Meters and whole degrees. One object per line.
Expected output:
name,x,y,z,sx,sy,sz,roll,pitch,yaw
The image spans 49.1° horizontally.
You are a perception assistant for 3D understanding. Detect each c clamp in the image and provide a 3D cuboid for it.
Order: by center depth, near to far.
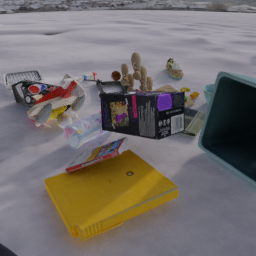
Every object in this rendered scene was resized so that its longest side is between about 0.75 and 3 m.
c clamp,-1.084,-2.040,14.759,2.516,0.399,2.945,-4,28,-17

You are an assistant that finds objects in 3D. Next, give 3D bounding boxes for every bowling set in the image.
bowling set,0.112,-1.829,11.195,1.530,2.198,1.180,-13,61,21

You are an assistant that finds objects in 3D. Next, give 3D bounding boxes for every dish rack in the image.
dish rack,-5.788,-2.608,15.531,2.082,0.528,2.426,-13,32,-20

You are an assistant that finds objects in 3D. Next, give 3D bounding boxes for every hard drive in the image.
hard drive,-2.931,2.927,5.834,1.486,0.314,1.002,16,33,27

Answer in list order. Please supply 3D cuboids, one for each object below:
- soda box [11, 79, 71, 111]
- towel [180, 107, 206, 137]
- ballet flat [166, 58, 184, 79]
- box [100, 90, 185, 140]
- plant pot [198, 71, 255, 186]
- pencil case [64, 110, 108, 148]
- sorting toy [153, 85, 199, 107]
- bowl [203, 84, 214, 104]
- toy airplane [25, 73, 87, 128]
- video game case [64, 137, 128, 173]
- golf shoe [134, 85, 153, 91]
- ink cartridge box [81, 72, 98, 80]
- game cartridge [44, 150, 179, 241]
soda box,-4.031,-1.510,13.064,2.793,0.988,0.884,13,34,23
towel,2.255,-0.319,11.609,1.767,0.317,1.835,18,39,25
ballet flat,2.837,-3.746,17.292,0.846,0.783,2.400,-4,30,-10
box,0.443,-0.528,9.316,1.541,1.337,2.521,-13,16,-43
plant pot,4.502,-0.151,9.066,2.818,2.759,2.766,-7,28,-32
pencil case,-1.320,-0.024,10.502,0.987,0.904,2.175,20,35,41
sorting toy,2.306,-1.619,13.606,1.880,0.338,2.523,37,44,29
bowl,4.268,-1.480,13.237,1.504,0.787,1.504,1,29,0
toy airplane,-2.663,-0.926,11.163,2.659,1.876,2.647,-25,4,-17
video game case,-0.915,0.792,8.450,1.782,0.155,1.274,-21,11,15
golf shoe,0.809,-1.676,13.938,0.762,0.668,1.730,40,45,19
ink cartridge box,-2.268,-3.047,16.552,0.851,0.286,0.494,-13,32,-21
game cartridge,-0.539,1.670,7.760,2.927,0.475,2.581,-18,27,-25
